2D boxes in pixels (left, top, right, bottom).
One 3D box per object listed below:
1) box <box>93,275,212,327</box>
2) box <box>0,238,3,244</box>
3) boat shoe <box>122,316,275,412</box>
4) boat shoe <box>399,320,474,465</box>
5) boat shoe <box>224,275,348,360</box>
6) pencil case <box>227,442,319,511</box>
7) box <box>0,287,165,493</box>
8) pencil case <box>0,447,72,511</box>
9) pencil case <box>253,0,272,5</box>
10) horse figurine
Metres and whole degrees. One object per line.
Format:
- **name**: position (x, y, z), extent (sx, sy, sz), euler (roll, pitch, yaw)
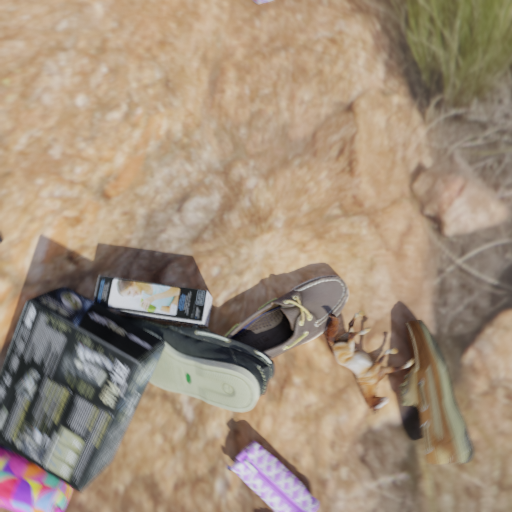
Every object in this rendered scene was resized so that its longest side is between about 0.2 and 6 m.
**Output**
- **box**: position (-1.811, 0.833, 10.076), extent (1.926, 1.123, 0.579), euler (9, 79, 1)
- **box**: position (-5.465, -0.490, 10.504), extent (0.954, 0.970, 0.570), euler (36, 78, 10)
- **boat shoe**: position (-1.214, 1.741, 9.860), extent (3.141, 1.128, 1.062), euler (15, 33, 21)
- **boat shoe**: position (2.953, 2.361, 9.737), extent (0.921, 0.944, 2.495), euler (-18, 64, 13)
- **boat shoe**: position (0.525, 1.196, 10.112), extent (2.802, 0.834, 1.007), euler (-30, 77, -8)
- **pencil case**: position (0.309, 3.860, 9.476), extent (1.602, 0.685, 0.672), euler (39, 72, 9)
- **box**: position (-3.015, 2.130, 9.212), extent (2.079, 1.093, 2.539), euler (27, 104, 8)
- **pencil case**: position (-4.180, 3.775, 9.398), extent (2.126, 0.940, 0.940), euler (13, 75, 4)
- **pencil case**: position (0.589, -6.052, 12.174), extent (1.589, 0.660, 0.721), euler (-23, 74, -6)
- **horse figurine**: position (1.879, 1.782, 9.987), extent (1.832, 0.457, 1.214), euler (44, 123, 10)
